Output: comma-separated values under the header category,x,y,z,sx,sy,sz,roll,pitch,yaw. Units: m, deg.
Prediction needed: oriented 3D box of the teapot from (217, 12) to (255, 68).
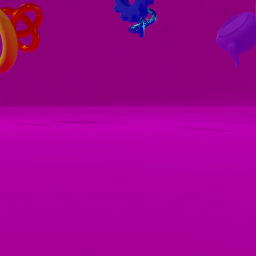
category,x,y,z,sx,sy,sz,roll,pitch,yaw
teapot,3.031,-2.446,7.585,0.908,1.854,1.153,42,-31,-24

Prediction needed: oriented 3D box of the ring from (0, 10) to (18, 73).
category,x,y,z,sx,sy,sz,roll,pitch,yaw
ring,-4.047,-2.601,8.296,1.959,1.959,0.392,3,20,29

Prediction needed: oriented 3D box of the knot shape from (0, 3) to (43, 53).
category,x,y,z,sx,sy,sz,roll,pitch,yaw
knot shape,-3.651,-3.413,9.254,1.527,1.632,0.754,11,16,-29

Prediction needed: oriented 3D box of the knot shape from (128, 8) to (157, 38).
category,x,y,z,sx,sy,sz,roll,pitch,yaw
knot shape,0.552,-3.756,9.933,0.534,1.081,1.156,36,4,-21

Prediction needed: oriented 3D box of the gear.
category,x,y,z,sx,sy,sz,roll,pitch,yaw
gear,0.087,-3.309,6.731,0.264,1.428,1.428,-17,13,-33
